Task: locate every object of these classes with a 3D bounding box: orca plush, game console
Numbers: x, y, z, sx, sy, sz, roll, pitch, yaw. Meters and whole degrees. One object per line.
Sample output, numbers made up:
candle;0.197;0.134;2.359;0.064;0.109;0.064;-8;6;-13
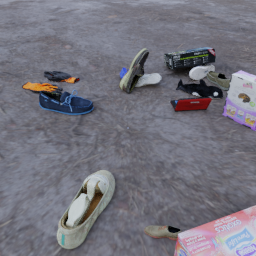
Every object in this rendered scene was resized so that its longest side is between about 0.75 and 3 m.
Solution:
orca plush;3.457;-2.042;13.407;2.244;0.798;1.181;28;44;34
game console;2.716;-1.225;12.244;1.467;1.265;0.871;-4;62;-5

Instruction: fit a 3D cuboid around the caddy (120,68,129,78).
caddy;-0.081;-2.765;14.734;0.654;0.486;0.926;12;34;-20

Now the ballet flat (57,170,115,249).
ballet flat;-1.024;1.941;7.674;0.949;0.877;2.813;11;36;12

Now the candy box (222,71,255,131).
candy box;4.765;-1.099;11.109;0.678;1.895;1.589;-24;42;-31

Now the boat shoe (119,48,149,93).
boat shoe;0.442;-2.685;13.403;0.733;2.261;0.828;39;20;21

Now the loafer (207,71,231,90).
loafer;4.694;-2.564;14.294;0.685;0.634;1.820;-13;37;-18

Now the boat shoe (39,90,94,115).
boat shoe;-2.740;-1.139;12.077;2.473;0.849;1.041;4;35;5

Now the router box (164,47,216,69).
router box;3.345;-3.869;15.405;2.429;0.755;1.820;-10;18;-2

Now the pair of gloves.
pair of gloves;-3.902;-2.373;14.334;2.130;0.296;2.390;14;37;20

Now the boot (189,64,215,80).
boot;3.751;-3.076;15.107;1.910;0.695;0.863;-17;31;-35

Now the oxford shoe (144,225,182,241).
oxford shoe;0.900;2.603;7.181;0.968;0.362;0.341;4;35;6

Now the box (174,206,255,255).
box;2.306;2.759;6.253;2.305;1.183;1.091;-12;37;-18

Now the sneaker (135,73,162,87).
sneaker;0.805;-2.441;14.255;1.821;0.685;0.806;1;10;14
